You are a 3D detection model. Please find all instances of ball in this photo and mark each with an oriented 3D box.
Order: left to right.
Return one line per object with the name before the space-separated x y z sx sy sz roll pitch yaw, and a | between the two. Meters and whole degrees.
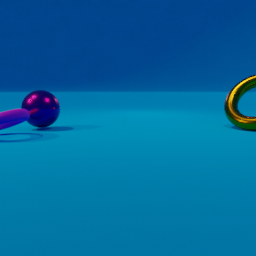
ball | -2.532 -0.555 8.157 1.093 1.093 1.093 0 8 0

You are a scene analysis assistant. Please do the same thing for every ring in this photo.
ring | -3.084 -0.152 6.823 1.366 0.273 1.366 -19 2 1
ring | 3.817 -0.801 8.181 2.011 2.011 0.402 8 -26 46
